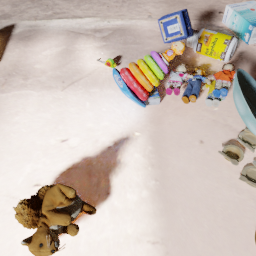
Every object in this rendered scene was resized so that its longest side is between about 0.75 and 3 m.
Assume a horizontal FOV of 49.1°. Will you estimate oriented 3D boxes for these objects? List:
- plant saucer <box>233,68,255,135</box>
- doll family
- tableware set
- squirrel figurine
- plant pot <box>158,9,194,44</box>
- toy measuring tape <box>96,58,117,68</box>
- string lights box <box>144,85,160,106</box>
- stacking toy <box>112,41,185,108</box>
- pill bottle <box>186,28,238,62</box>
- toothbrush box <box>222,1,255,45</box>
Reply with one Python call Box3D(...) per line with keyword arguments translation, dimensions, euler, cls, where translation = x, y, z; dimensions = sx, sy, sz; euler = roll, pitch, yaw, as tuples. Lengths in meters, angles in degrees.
Box3D(translation=(4.155, -0.590, 9.204), dimensions=(2.886, 0.556, 2.886), euler=(28, 46, -34), cls="plant saucer")
Box3D(translation=(2.854, -1.670, 10.718), dimensions=(2.814, 1.268, 1.746), euler=(7, 54, 30), cls="doll family")
Box3D(translation=(3.986, 0.895, 8.882), dimensions=(2.096, 0.243, 1.751), euler=(-32, 56, -25), cls="tableware set")
Box3D(translation=(-2.043, 2.349, 7.168), dimensions=(1.812, 1.282, 1.691), euler=(13, 59, 30), cls="squirrel figurine")
Box3D(translation=(1.780, -3.833, 10.654), dimensions=(1.093, 1.093, 0.983), euler=(-10, 18, 27), cls="plant pot")
Box3D(translation=(-0.936, -2.900, 12.137), dimensions=(1.061, 0.390, 0.390), euler=(27, 54, 22), cls="toy measuring tape")
Box3D(translation=(0.840, -1.354, 10.797), dimensions=(0.555, 0.319, 1.081), euler=(-7, 50, -8), cls="string lights box")
Box3D(translation=(0.895, -2.094, 9.793), dimensions=(2.646, 1.452, 1.536), euler=(-37, 61, 14), cls="stacking toy")
Box3D(translation=(3.658, -3.699, 12.344), dimensions=(2.009, 1.097, 1.097), euler=(25, 53, 21), cls="pill bottle")
Box3D(translation=(6.042, -5.219, 13.757), dimensions=(1.699, 0.990, 2.321), euler=(-14, 49, -12), cls="toothbrush box")
